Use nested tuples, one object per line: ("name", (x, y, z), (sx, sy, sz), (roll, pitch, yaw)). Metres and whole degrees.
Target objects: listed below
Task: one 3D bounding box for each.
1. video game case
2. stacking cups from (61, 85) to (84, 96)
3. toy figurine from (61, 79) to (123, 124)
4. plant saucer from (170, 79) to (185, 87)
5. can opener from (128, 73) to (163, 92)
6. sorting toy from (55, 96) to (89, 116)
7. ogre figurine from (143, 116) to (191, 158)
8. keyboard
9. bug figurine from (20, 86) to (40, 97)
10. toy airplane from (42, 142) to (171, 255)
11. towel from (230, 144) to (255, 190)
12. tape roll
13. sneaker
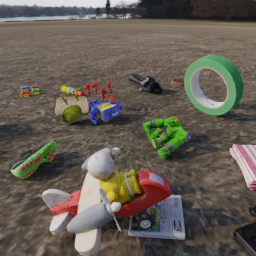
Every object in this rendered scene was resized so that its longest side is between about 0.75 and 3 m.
("video game case", (0.644, 1.927, 6.264), (1.158, 0.140, 1.270), (2, 27, 5))
("stacking cups", (-2.736, -1.834, 13.837), (1.219, 0.369, 0.369), (13, 29, 23))
("toy figurine", (-1.079, -0.831, 10.750), (1.552, 1.366, 2.590), (28, 38, 36))
("plant saucer", (2.879, -2.532, 15.506), (1.084, 0.187, 1.084), (-1, 25, 0))
("can opener", (0.725, -2.351, 14.689), (0.809, 1.003, 2.552), (-50, 38, -7))
("sorting toy", (-2.412, -0.932, 12.130), (1.372, 0.270, 1.482), (-5, 31, -9))
("ogre figurine", (1.249, 0.167, 9.142), (1.149, 0.941, 1.917), (-21, 13, -4))
("keyboard", (3.310, 2.073, 5.804), (2.441, 0.313, 1.466), (-11, 34, -23))
("bug figurine", (-4.928, -1.920, 14.065), (0.959, 0.318, 1.237), (-9, 27, -19))
("toy airplane", (-0.630, 1.258, 5.755), (2.352, 1.660, 2.342), (20, 35, 41))
("towel", (4.370, 1.106, 7.778), (2.615, 0.391, 1.913), (4, 26, 2))
("tape roll", (3.338, -1.666, 11.113), (0.567, 2.359, 2.359), (-31, 38, -31))
("sneaker", (-2.692, 0.790, 8.064), (0.699, 0.640, 1.669), (17, 29, 23))
